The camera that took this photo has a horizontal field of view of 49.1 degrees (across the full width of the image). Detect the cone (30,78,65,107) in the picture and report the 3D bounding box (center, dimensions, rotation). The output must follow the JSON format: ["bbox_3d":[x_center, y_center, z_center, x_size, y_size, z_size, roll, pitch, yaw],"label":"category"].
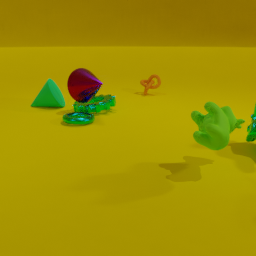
[{"bbox_3d":[-3.374,-1.142,11.191,1.246,1.241,1.241,-26,17,6],"label":"cone"}]

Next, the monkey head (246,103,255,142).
[{"bbox_3d":[3.483,-0.074,6.647,1.110,1.326,1.843,11,5,34],"label":"monkey head"}]

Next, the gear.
[{"bbox_3d":[-1.259,-0.919,10.601,1.589,0.294,1.589,-8,20,3],"label":"gear"}]

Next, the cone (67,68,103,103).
[{"bbox_3d":[-1.215,-1.472,9.532,1.244,1.244,1.248,-15,13,-39],"label":"cone"}]

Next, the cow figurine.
[{"bbox_3d":[1.802,0.007,5.511,1.208,0.674,1.228,32,43,-25],"label":"cow figurine"}]

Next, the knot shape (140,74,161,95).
[{"bbox_3d":[1.112,-2.150,13.461,1.014,0.501,1.083,-25,39,23],"label":"knot shape"}]

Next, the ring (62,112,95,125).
[{"bbox_3d":[-1.621,-0.324,9.212,1.069,0.214,1.069,2,15,-1],"label":"ring"}]
